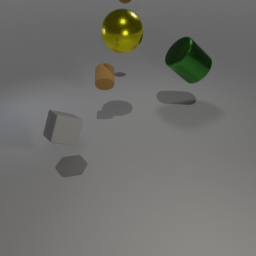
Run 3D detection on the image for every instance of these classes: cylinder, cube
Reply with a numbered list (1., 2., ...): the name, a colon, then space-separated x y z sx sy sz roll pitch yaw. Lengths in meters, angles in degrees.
1. cylinder: 2.494 -2.781 11.583 1.400 1.400 1.400 31 15 -32
2. cube: -1.665 -0.007 7.155 0.700 0.700 0.700 11 8 -34
3. cylinder: -0.839 -1.838 10.090 0.700 0.700 0.700 -1 60 -2

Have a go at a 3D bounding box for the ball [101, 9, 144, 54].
1. ball: -0.189 -3.151 9.177 1.400 1.400 1.400 0 31 0

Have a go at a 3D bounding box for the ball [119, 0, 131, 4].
1. ball: -0.124 -5.798 12.195 0.700 0.700 0.700 0 31 0
